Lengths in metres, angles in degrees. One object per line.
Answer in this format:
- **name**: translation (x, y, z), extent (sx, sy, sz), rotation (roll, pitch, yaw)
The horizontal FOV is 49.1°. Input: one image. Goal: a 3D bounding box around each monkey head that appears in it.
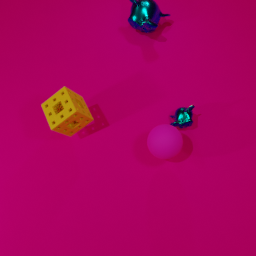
- **monkey head**: translation (1.546, -0.318, 8.284), extent (0.751, 1.043, 0.629), rotation (-2, 76, -33)
- **monkey head**: translation (0.674, -3.819, 9.427), extent (1.783, 1.283, 1.074), rotation (15, 101, -26)

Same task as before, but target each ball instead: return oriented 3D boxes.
- **ball**: translation (1.001, 0.376, 7.599), extent (0.957, 0.957, 0.957), rotation (0, 68, 0)

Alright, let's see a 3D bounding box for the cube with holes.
- **cube with holes**: translation (-1.686, -0.434, 7.837), extent (0.874, 0.874, 0.874), rotation (-35, 65, 13)
